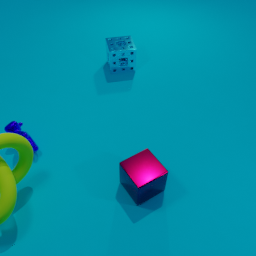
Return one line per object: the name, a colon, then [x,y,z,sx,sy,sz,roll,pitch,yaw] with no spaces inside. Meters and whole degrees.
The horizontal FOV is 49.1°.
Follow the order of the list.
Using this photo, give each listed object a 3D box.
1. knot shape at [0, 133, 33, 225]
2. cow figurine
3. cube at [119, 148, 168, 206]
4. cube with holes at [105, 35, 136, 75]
knot shape: [-3.063,0.888,5.696,1.880,0.928,2.009,29,70,-20]
cow figurine: [-2.790,0.267,7.341,0.527,0.960,0.944,-41,26,-12]
cube: [0.340,1.126,6.466,0.806,0.806,0.806,-25,52,-22]
cube with holes: [-0.253,-2.564,9.831,0.908,0.908,0.908,-9,48,-8]
